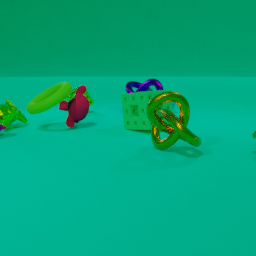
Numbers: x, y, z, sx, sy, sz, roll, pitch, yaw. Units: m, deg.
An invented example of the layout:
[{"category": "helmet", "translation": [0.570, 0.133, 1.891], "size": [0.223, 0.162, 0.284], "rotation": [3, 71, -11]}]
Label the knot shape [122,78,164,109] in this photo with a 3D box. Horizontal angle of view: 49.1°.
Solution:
[{"category": "knot shape", "translation": [0.546, -1.536, 12.255], "size": [1.953, 0.902, 1.827], "rotation": [-23, 35, 7]}]

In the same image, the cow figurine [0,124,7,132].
[{"category": "cow figurine", "translation": [-3.575, -0.306, 7.361], "size": [0.533, 0.972, 0.956], "rotation": [9, -4, 7]}]

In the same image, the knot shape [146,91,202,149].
[{"category": "knot shape", "translation": [0.888, -0.044, 6.120], "size": [0.644, 1.394, 1.304], "rotation": [-36, 1, -33]}]

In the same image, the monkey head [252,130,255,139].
[{"category": "monkey head", "translation": [2.978, 0.150, 5.694], "size": [1.056, 0.759, 0.636], "rotation": [5, 33, -31]}]

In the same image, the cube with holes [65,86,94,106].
[{"category": "cube with holes", "translation": [-2.083, -1.193, 11.856], "size": [0.792, 0.792, 0.792], "rotation": [-40, 28, -20]}]

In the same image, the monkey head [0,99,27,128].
[{"category": "monkey head", "translation": [-3.798, -0.325, 8.856], "size": [0.870, 1.038, 1.443], "rotation": [-48, 36, -14]}]

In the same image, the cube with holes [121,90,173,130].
[{"category": "cube with holes", "translation": [0.582, -0.548, 8.411], "size": [1.063, 1.063, 1.063], "rotation": [-9, 7, -39]}]

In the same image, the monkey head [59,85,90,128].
[{"category": "monkey head", "translation": [-1.723, -0.668, 8.833], "size": [1.009, 1.402, 0.845], "rotation": [17, -10, -1]}]

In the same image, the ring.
[{"category": "ring", "translation": [-2.354, -0.908, 8.395], "size": [1.505, 0.301, 1.505], "rotation": [-24, 25, 12]}]

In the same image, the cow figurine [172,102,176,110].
[{"category": "cow figurine", "translation": [1.568, -1.054, 11.796], "size": [0.899, 0.914, 0.501], "rotation": [14, 43, 8]}]
